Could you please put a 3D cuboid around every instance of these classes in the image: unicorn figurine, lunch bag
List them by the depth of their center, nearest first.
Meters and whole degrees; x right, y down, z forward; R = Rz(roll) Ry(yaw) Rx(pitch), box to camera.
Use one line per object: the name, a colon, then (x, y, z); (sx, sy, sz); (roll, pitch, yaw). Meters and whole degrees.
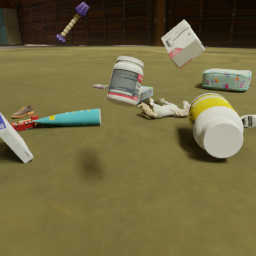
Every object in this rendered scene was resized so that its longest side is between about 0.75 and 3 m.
unicorn figurine: (1.715, -0.857, 12.164); (2.282, 0.843, 1.567); (-23, 38, -17)
lunch bag: (6.107, -2.985, 17.187); (2.828, 1.090, 2.268); (10, 20, 23)

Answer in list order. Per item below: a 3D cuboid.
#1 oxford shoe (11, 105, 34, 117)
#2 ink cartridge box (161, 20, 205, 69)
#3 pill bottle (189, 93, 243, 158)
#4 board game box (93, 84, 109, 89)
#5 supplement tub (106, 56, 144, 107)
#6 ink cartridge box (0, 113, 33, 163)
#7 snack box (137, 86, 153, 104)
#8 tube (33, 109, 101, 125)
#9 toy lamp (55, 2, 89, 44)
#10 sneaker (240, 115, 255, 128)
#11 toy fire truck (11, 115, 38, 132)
oxford shoe: (-4.608, -0.722, 12.183); (0.380, 0.388, 1.065); (12, 24, 29)
ink cartridge box: (2.249, -3.521, 11.702); (1.282, 0.746, 1.760); (-35, 39, 22)
pill bottle: (2.796, -0.115, 9.006); (1.492, 1.492, 2.682); (2, 20, 6)
board game box: (-1.677, -2.594, 17.516); (0.963, 0.155, 0.578); (15, 21, 34)
supplement tub: (-0.054, -0.986, 6.070); (0.678, 0.965, 0.678); (13, -3, 1)
ink cartridge box: (-3.592, 0.104, 8.332); (0.360, 1.660, 1.630); (-37, 34, -14)
snack box: (0.250, -1.784, 14.770); (1.450, 0.540, 2.039); (11, 24, 28)
tube: (-2.343, -0.349, 10.995); (2.533, 0.638, 0.981); (-5, -3, -4)
toy lamp: (-1.722, -3.273, 8.709); (0.402, 1.382, 0.402); (38, 17, -14)
sneaker: (4.887, -0.300, 11.063); (1.353, 0.509, 0.549); (-4, 8, -18)
toy fire truck: (-3.997, -0.180, 10.904); (1.158, 0.282, 0.817); (-15, 25, -32)
